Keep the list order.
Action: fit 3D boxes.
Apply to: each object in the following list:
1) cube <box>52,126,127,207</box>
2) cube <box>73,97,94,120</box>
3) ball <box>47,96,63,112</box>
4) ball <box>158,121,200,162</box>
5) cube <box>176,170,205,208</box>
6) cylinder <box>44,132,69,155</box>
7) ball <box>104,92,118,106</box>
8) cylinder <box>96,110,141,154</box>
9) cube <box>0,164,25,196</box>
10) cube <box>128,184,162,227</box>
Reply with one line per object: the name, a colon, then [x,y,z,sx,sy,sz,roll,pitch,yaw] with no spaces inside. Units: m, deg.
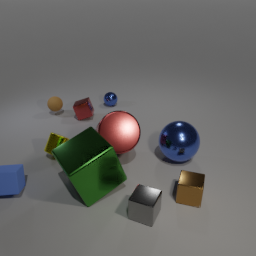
cube: [-1.109,1.083,8.134,1.400,1.400,1.400,-33,39,-16]
cube: [-1.992,-0.871,12.615,0.700,0.700,0.700,-17,25,8]
ball: [-3.357,-1.108,12.906,0.700,0.700,0.700,0,29,0]
ball: [1.743,0.450,9.559,1.400,1.400,1.400,0,29,0]
cube: [1.799,1.738,8.056,0.700,0.700,0.700,9,30,15]
cylinder: [-2.518,0.585,9.909,0.700,0.700,0.700,20,-2,1]
ball: [-0.864,-1.436,13.878,0.700,0.700,0.700,0,29,0]
cylinder: [-0.391,0.182,9.654,1.400,1.400,1.400,-6,-4,-11]
cube: [-3.503,1.516,8.252,0.700,0.700,0.700,-3,10,-4]
cube: [0.457,2.050,7.485,0.700,0.700,0.700,12,31,21]
